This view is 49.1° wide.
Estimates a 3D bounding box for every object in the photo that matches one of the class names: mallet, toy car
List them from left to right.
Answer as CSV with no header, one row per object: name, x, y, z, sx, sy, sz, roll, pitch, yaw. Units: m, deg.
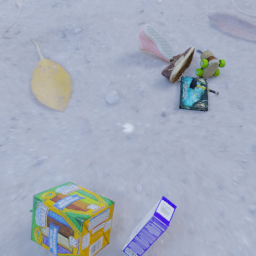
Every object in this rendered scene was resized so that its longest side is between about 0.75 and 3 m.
mallet,2.392,-1.212,8.874,0.940,0.193,0.310,30,100,9
toy car,2.677,-2.308,9.549,0.813,0.781,0.990,-3,57,-16

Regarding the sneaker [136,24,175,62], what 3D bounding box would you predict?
sneaker,0.948,-2.932,10.122,1.581,0.826,0.595,43,57,-17

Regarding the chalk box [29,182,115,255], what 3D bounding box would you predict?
chalk box,-1.321,1.893,5.971,1.740,1.078,1.086,16,16,28

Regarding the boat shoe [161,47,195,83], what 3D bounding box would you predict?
boat shoe,1.734,-2.288,9.665,0.650,0.651,1.805,26,60,19

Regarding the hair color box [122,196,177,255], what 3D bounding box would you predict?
hair color box,0.437,2.050,5.683,0.409,1.263,0.690,38,30,7

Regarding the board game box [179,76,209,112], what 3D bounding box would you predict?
board game box,2.144,-1.129,9.097,0.899,0.187,1.330,7,54,5
